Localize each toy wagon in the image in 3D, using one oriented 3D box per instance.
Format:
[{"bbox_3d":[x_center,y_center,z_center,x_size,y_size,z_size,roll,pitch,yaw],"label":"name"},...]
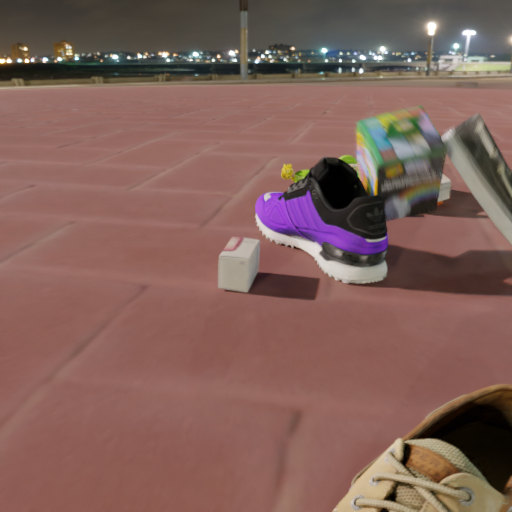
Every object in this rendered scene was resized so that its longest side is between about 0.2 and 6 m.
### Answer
[{"bbox_3d":[2.234,-1.572,11.853,3.401,0.673,2.639,0,20,3],"label":"toy wagon"}]

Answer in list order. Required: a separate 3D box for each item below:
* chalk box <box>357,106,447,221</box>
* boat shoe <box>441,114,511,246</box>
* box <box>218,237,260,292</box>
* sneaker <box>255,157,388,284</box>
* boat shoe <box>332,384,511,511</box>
[{"bbox_3d":[2.038,-1.417,7.997,0.994,1.592,0.987,-13,51,-1],"label":"chalk box"},{"bbox_3d":[3.558,-0.925,7.954,0.760,2.387,0.844,-36,-11,24],"label":"boat shoe"},{"bbox_3d":[-0.223,0.104,7.558,0.414,0.486,0.760,7,21,9],"label":"box"},{"bbox_3d":[0.979,-0.811,8.550,1.060,1.516,3.049,-12,25,-26],"label":"sneaker"},{"bbox_3d":[0.926,1.491,3.238,0.981,0.958,2.593,18,27,40],"label":"boat shoe"}]
